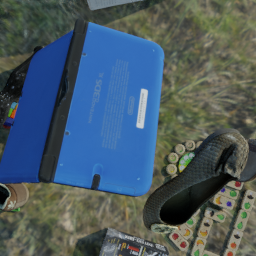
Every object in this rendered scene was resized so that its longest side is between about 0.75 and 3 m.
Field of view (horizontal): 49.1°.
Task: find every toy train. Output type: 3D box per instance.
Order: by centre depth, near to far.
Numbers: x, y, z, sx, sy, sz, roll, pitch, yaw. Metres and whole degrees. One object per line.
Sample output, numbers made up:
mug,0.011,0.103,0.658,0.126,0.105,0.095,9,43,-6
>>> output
toy train,-2.676,-0.366,7.783,1.799,0.761,1.041,16,74,1

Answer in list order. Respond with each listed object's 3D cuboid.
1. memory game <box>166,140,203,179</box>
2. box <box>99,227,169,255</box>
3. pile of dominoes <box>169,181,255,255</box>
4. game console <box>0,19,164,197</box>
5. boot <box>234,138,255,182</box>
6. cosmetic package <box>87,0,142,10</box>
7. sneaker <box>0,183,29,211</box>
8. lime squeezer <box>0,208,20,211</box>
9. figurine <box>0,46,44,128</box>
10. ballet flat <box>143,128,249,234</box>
memory game,1.828,1.090,7.895,1.514,0.096,1.514,-1,83,4
box,-0.081,4.116,7.600,1.777,0.561,2.254,18,88,1
pile of dominoes,2.358,2.491,7.761,1.973,0.403,2.532,20,87,1
game console,-0.785,-0.255,4.754,2.253,1.562,2.640,13,70,-14
boot,1.994,0.532,4.565,0.994,0.349,0.727,3,94,37
cosmetic package,0.052,-4.488,6.910,2.709,2.701,1.665,-12,88,-1
sneaker,-4.089,1.327,7.465,2.892,1.092,1.019,22,88,1
lime squeezer,-4.081,2.205,7.683,2.012,0.711,0.379,5,68,-30
figurine,-2.303,-0.428,7.254,2.534,1.091,2.473,42,71,1
ballet flat,1.004,1.090,4.490,0.891,0.613,2.644,11,131,-25
